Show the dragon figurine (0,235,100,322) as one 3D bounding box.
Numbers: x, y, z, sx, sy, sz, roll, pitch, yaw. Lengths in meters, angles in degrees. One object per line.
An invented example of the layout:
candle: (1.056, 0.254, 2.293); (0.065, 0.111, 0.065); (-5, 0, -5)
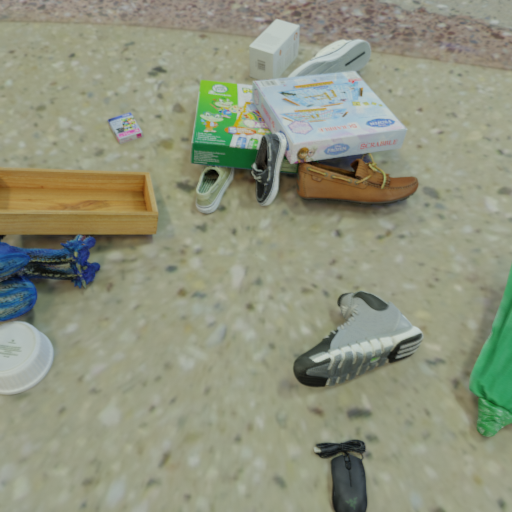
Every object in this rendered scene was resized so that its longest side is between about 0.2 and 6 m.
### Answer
dragon figurine: (-4.578, 0.414, 9.760); (1.922, 1.138, 3.867); (15, 27, 32)

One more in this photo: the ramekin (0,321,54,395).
ramekin: (-4.193, 1.692, 9.642); (1.254, 0.584, 1.254); (0, 52, 0)

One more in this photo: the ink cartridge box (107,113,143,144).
ink cartridge box: (-3.217, -3.167, 13.680); (0.595, 0.209, 0.998); (-22, 54, -17)

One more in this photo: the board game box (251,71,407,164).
board game box: (1.533, -3.152, 12.432); (2.627, 0.540, 2.620); (-10, 47, -15)

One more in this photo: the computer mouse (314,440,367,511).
computer mouse: (1.364, 3.370, 8.507); (0.839, 0.319, 1.212); (-3, 52, -3)

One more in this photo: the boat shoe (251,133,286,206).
boat shoe: (0.167, -1.772, 11.665); (0.553, 1.632, 0.585); (-12, 43, -35)

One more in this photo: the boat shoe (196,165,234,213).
boat shoe: (-0.890, -1.745, 12.317); (0.665, 0.573, 1.847); (8, 51, 6)

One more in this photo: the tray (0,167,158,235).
tray: (-3.668, -1.086, 11.225); (3.179, 0.589, 1.568); (0, 40, -19)

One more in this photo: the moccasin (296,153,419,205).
moccasin: (2.155, -1.653, 11.869); (2.583, 0.997, 0.945); (5, 21, 2)

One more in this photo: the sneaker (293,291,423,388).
sneaker: (1.537, 1.340, 9.770); (2.467, 0.925, 1.424); (-10, 49, -23)

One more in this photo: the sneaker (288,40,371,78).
sneaker: (1.734, -4.812, 14.624); (2.756, 1.006, 0.976); (-32, 33, -21)

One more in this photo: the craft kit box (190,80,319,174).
craft kit box: (-0.024, -3.011, 12.919); (2.780, 0.674, 2.745); (4, 42, -5)

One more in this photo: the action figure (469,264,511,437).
action figure: (4.565, 1.636, 9.496); (1.961, 0.908, 3.320); (32, 66, 21)

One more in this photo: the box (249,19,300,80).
box: (0.492, -5.474, 14.988); (0.739, 0.943, 1.516); (24, 56, 18)
